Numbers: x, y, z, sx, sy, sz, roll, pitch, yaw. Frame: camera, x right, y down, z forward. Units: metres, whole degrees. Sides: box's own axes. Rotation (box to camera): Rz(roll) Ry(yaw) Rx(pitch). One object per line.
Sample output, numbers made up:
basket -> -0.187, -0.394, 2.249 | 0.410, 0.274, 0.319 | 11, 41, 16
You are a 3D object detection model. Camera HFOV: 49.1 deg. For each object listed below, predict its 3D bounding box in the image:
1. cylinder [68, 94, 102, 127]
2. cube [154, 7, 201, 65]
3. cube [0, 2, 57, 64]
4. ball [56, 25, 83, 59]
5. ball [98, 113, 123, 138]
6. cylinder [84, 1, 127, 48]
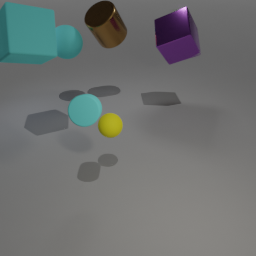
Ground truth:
cylinder -> -0.966, -0.418, 6.404 | 0.700, 0.700, 0.700 | -1, 9, -1
cube -> 2.001, -3.668, 11.308 | 1.400, 1.400, 1.400 | -13, 64, 27
cube -> -3.111, -2.781, 8.519 | 1.400, 1.400, 1.400 | -6, 4, -36
ball -> -2.636, -3.665, 11.974 | 1.400, 1.400, 1.400 | 0, 29, 0
ball -> -0.500, -0.072, 7.901 | 0.700, 0.700, 0.700 | 0, 29, 0
cylinder -> -0.920, -4.376, 11.927 | 1.400, 1.400, 1.400 | -9, 64, 20
